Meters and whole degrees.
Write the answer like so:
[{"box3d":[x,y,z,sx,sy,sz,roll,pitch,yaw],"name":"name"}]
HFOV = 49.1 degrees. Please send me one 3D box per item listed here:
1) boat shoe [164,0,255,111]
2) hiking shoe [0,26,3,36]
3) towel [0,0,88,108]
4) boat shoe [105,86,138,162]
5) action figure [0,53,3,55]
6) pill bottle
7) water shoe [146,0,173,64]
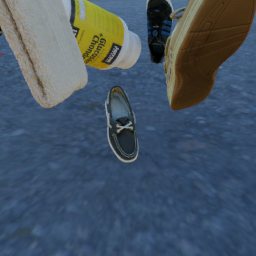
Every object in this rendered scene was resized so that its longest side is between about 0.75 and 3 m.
[{"box3d":[0.982,-1.246,4.291,1.028,2.805,0.879,-14,67,-11],"name":"boat shoe"},{"box3d":[-2.109,-1.640,4.064,1.555,0.674,0.578,-14,10,-3],"name":"hiking shoe"},{"box3d":[-0.780,-0.985,2.304,0.269,1.560,1.034,-15,16,12],"name":"towel"},{"box3d":[-0.127,-0.097,4.878,0.525,0.419,1.388,-12,65,-16],"name":"boat shoe"},{"box3d":[-3.821,-1.798,7.940,0.286,0.875,0.433,46,8,15],"name":"action figure"},{"box3d":[-0.887,-2.284,7.012,2.538,1.421,1.421,7,19,-44],"name":"pill bottle"},{"box3d":[0.827,-2.522,7.300,0.674,1.886,0.744,3,55,14],"name":"water shoe"}]
